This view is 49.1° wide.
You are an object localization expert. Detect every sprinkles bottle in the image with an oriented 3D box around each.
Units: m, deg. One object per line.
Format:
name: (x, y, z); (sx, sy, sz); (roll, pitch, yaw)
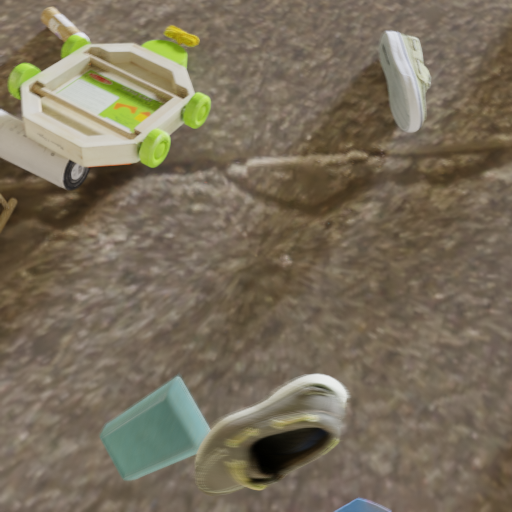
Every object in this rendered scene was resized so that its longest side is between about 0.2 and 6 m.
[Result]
sprinkles bottle: (-3.940, -4.651, 11.549); (0.394, 0.394, 1.154); (-41, 72, -16)

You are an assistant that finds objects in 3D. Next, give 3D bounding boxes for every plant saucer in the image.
plant saucer: (-1.234, 2.078, 6.414); (0.217, 2.287, 0.799); (-25, 79, -43)

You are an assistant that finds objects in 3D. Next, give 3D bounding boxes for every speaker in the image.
speaker: (-4.056, -1.938, 10.160); (1.985, 0.806, 0.806); (25, 69, 10)

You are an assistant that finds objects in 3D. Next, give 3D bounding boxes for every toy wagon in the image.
toy wagon: (-2.378, -3.098, 10.406); (3.024, 0.771, 3.897); (28, 51, 11)

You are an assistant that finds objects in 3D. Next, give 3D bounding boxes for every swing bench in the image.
swing bench: (-5.297, -0.483, 9.338); (1.823, 1.189, 1.832); (7, 67, 3)

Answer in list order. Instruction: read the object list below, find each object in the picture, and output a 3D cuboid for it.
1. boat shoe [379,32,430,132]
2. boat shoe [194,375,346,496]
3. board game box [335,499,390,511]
boat shoe: (2.970, -3.439, 10.796); (0.747, 0.867, 2.408); (-3, 64, -4)
boat shoe: (0.043, 1.627, 4.727); (0.608, 1.703, 0.509); (43, 26, -15)
board game box: (1.000, 5.014, 7.296); (3.506, 0.683, 2.770); (-28, 74, -5)
